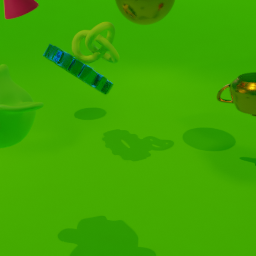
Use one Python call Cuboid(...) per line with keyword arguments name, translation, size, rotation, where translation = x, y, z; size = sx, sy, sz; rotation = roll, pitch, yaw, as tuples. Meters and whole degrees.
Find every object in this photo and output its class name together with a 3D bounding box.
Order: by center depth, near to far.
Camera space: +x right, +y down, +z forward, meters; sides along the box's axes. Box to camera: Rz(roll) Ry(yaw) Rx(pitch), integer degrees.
Cuboid(name="monkey head", translation=(-1.781, -0.182, 3.416), size=(1.646, 0.992, 1.184), rotation=(-28, -3, 37))
Cuboid(name="teapot", translation=(2.697, -0.641, 5.708), size=(1.743, 0.853, 1.083), rotation=(7, 29, 29))
Cuboid(name="ball", translation=(0.362, -2.871, 5.902), size=(1.320, 1.320, 1.320), rotation=(0, 28, 0))
Cuboid(name="knot shape", translation=(-0.644, -1.888, 6.198), size=(1.105, 1.034, 0.511), rotation=(13, 51, -17))
Cuboid(name="gear", translation=(-1.135, -1.331, 6.533), size=(1.688, 0.312, 1.688), rotation=(32, 2, -2))
Cuboid(name="cone", translation=(-3.025, -3.548, 7.343), size=(0.988, 0.991, 0.988), rotation=(-12, 40, 10))
